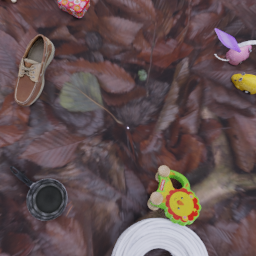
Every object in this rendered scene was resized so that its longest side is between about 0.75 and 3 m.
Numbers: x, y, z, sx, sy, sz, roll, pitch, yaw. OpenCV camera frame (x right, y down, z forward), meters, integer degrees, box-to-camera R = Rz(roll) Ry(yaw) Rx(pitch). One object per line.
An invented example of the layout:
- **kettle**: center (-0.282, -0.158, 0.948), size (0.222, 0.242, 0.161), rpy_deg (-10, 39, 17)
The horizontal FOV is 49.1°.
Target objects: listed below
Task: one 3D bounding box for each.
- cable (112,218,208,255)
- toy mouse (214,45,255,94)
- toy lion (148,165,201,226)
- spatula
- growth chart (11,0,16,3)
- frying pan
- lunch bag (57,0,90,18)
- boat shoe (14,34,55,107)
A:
- **cable**: center (0.841, 3.822, 7.607), size (2.673, 0.925, 2.672), rpy_deg (-6, 77, -2)
- **toy mouse**: center (4.120, -2.212, 9.078), size (2.409, 0.466, 2.141), rpy_deg (32, 80, 6)
- **toy lion**: center (1.361, 1.932, 7.887), size (1.422, 0.509, 1.483), rpy_deg (19, 50, 5)
- **spatula**: center (3.166, -2.096, 7.013), size (2.223, 0.228, 0.628), rpy_deg (2, 56, -16)
- **growth chart**: center (-4.574, -5.544, 9.904), size (2.414, 0.214, 1.747), rpy_deg (31, 81, 6)
- **frying pan**: center (-2.744, 1.987, 8.293), size (1.985, 0.323, 1.201), rpy_deg (17, 78, 5)
- **lunch bag**: center (-1.812, -4.320, 9.576), size (0.981, 0.402, 0.864), rpy_deg (28, 75, 5)
- **boat shoe**: center (-3.059, -1.856, 8.805), size (0.902, 0.855, 2.382), rpy_deg (13, 79, 3)
